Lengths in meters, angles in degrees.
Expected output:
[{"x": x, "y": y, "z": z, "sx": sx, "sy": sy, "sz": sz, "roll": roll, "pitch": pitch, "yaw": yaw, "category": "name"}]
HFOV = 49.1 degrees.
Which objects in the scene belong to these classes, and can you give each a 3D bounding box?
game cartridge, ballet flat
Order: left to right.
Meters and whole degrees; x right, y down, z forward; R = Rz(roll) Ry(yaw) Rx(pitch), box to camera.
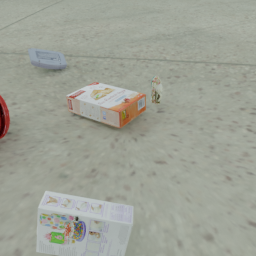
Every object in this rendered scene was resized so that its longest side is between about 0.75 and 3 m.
[{"x": -3.047, "y": -2.611, "z": 10.641, "sx": 1.346, "sy": 0.272, "sz": 0.898, "roll": 0, "pitch": 47, "yaw": -32, "category": "game cartridge"}, {"x": 0.854, "y": -1.057, "z": 8.019, "sx": 0.383, "sy": 1.013, "sz": 0.324, "roll": -38, "pitch": 61, "yaw": -22, "category": "ballet flat"}]

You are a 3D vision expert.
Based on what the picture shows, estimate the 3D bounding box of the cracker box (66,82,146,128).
[{"x": -0.609, "y": -0.710, "z": 7.898, "sx": 1.894, "sy": 0.546, "sz": 1.269, "roll": 17, "pitch": 35, "yaw": 30, "category": "cracker box"}]

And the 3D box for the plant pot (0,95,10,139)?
[{"x": -3.635, "y": -0.196, "z": 6.533, "sx": 1.464, "sy": 1.464, "sz": 1.333, "roll": 21, "pitch": 21, "yaw": 28, "category": "plant pot"}]

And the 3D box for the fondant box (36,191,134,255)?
[{"x": -0.635, "y": 1.477, "z": 4.084, "sx": 1.299, "sy": 0.938, "sz": 0.378, "roll": 10, "pitch": 30, "yaw": -4, "category": "fondant box"}]
